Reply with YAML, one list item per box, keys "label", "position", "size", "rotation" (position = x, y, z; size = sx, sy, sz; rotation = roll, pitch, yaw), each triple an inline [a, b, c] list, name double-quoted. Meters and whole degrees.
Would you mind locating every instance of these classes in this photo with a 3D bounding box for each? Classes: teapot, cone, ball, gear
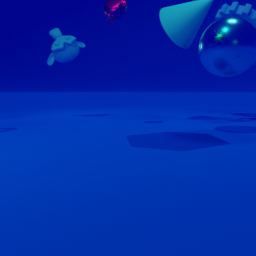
- label: "teapot"
  position: [-0.288, -3.246, 7.613]
  size: [0.659, 1.060, 0.519]
  rotation: [21, -20, 29]
- label: "cone"
  position: [2.030, -3.509, 8.591]
  size: [1.508, 1.508, 1.513]
  rotation: [-8, -15, -46]
- label: "ball"
  position: [2.342, -1.877, 6.554]
  size: [1.355, 1.355, 1.355]
  rotation: [0, 8, 0]
- label: "gear"
  position: [3.993, -3.710, 9.887]
  size: [1.782, 0.330, 1.782]
  rotation: [27, -3, 2]

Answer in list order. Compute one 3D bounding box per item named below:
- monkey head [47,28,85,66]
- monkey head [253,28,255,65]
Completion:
- label: "monkey head"
  position: [-2.406, -3.025, 10.351]
  size: [1.609, 1.158, 0.970]
  rotation: [-33, -19, -14]
- label: "monkey head"
  position: [4.269, -2.599, 9.067]
  size: [1.947, 1.173, 1.400]
  rotation: [-7, 1, 30]
